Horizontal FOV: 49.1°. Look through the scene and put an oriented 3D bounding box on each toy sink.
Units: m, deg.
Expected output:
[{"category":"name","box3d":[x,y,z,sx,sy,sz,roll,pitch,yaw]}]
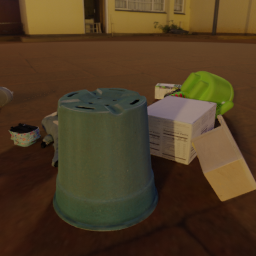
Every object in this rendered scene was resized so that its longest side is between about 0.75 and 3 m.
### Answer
[{"category":"toy sink","box3d":[2.146,0.658,6.562,0.924,1.075,1.650,-27,33,18]}]

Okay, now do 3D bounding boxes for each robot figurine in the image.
[{"category":"robot figurine","box3d":[3.405,-1.497,11.749,2.565,1.484,2.251,8,35,-40]}]

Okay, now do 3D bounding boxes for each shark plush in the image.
[{"category":"shark plush","box3d":[-2.207,0.373,8.987,1.228,1.339,2.948,-22,45,-1]}]

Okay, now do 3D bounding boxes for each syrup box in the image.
[{"category":"syrup box","box3d":[2.244,-1.798,14.024,1.700,0.692,0.669,6,23,17]}]

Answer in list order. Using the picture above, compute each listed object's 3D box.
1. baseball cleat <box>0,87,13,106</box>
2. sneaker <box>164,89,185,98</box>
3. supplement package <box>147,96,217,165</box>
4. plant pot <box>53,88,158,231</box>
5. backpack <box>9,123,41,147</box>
[{"category":"baseball cleat","box3d":[-6.547,-1.198,12.447,2.789,0.973,1.485,-3,26,20]},{"category":"sneaker","box3d":[2.798,-1.554,13.101,2.439,0.936,1.022,-6,26,-18]},{"category":"supplement package","box3d":[1.549,-0.068,8.882,1.778,1.266,2.283,14,25,30]},{"category":"plant pot","box3d":[-0.503,0.476,6.067,2.413,2.364,2.413,0,23,0]},{"category":"backpack","box3d":[-3.273,0.217,8.992,0.868,0.654,0.771,3,21,31]}]
